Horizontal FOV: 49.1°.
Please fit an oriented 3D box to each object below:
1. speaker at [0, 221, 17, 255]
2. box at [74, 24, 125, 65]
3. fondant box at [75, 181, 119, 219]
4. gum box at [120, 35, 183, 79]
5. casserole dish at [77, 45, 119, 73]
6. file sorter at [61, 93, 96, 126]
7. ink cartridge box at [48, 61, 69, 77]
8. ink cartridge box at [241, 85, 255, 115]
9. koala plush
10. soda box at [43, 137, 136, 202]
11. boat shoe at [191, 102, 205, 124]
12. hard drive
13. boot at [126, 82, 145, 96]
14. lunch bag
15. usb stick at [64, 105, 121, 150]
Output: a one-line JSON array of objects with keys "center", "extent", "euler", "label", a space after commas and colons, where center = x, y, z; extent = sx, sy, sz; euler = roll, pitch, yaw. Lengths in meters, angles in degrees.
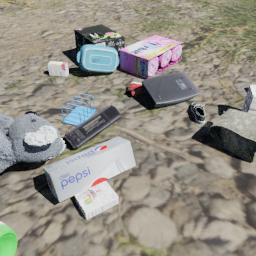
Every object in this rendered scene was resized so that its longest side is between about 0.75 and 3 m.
[{"center": [-3.608, 2.085, 5.544], "extent": [2.690, 1.190, 1.190], "euler": [13, 39, 17], "label": "speaker"}, {"center": [-1.344, -3.816, 13.091], "extent": [1.596, 1.336, 2.149], "euler": [-20, 41, -25], "label": "box"}, {"center": [-0.752, 1.723, 6.767], "extent": [0.875, 0.255, 0.631], "euler": [-20, 41, -26], "label": "fondant box"}, {"center": [1.141, -3.333, 12.784], "extent": [1.596, 0.930, 2.812], "euler": [27, 44, 31], "label": "gum box"}, {"center": [-1.200, -2.882, 11.844], "extent": [1.883, 1.140, 0.365], "euler": [1, 19, -23], "label": "casserole dish"}, {"center": [-1.665, -0.636, 9.523], "extent": [0.738, 0.653, 1.064], "euler": [14, 39, 16], "label": "file sorter"}, {"center": [-2.995, -2.546, 12.076], "extent": [0.777, 0.564, 0.324], "euler": [7, 36, 9], "label": "ink cartridge box"}, {"center": [4.182, -0.783, 9.353], "extent": [0.458, 1.081, 0.787], "euler": [7, 38, 9], "label": "ink cartridge box"}, {"center": [-2.857, 0.352, 7.249], "extent": [2.354, 2.087, 2.163], "euler": [1, 72, -8], "label": "koala plush"}, {"center": [-0.932, 0.990, 7.165], "extent": [2.221, 0.758, 0.705], "euler": [-22, 19, -27], "label": "soda box"}, {"center": [2.445, -0.631, 9.715], "extent": [0.434, 0.401, 1.175], "euler": [3, 38, 4], "label": "boat shoe"}, {"center": [1.582, -1.428, 10.470], "extent": [1.964, 0.416, 1.325], "euler": [-15, 58, -23], "label": "hard drive"}, {"center": [0.503, -1.436, 10.822], "extent": [1.070, 0.387, 0.772], "euler": [7, 41, 17], "label": "boot"}, {"center": [3.324, 0.113, 8.349], "extent": [1.530, 0.900, 1.255], "euler": [31, 47, 27], "label": "lunch bag"}, {"center": [-1.078, -0.064, 8.943], "extent": [0.613, 0.360, 2.209], "euler": [48, 51, 5], "label": "usb stick"}]
